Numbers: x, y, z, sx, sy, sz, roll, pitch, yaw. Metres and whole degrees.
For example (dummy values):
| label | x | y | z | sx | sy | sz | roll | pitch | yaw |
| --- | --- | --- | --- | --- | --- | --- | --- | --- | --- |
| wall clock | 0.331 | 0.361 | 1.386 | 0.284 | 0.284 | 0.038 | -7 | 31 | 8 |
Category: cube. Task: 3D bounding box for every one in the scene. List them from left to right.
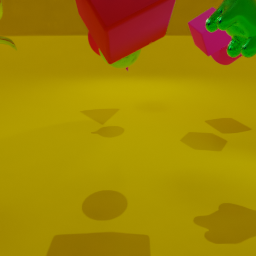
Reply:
| label | x | y | z | sx | sy | sz | roll | pitch | yaw |
| --- | --- | --- | --- | --- | --- | --- | --- | --- | --- |
| cube | -0.093 | -1.856 | 4.229 | 1.104 | 1.104 | 1.104 | -29 | -9 | -6 |
| cube | 2.445 | -2.850 | 8.315 | 0.867 | 0.867 | 0.867 | -31 | 44 | 5 |

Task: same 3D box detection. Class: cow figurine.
| label | x | y | z | sx | sy | sz | roll | pitch | yaw |
| --- | --- | --- | --- | --- | --- | --- | --- | --- | --- |
| cow figurine | 2.379 | -2.009 | 5.100 | 1.558 | 1.533 | 0.855 | 39 | 1 | -21 |

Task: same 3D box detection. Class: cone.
| label | x | y | z | sx | sy | sz | roll | pitch | yaw |
| --- | --- | --- | --- | --- | --- | --- | --- | --- | --- |
| cone | -0.681 | -3.505 | 10.365 | 1.564 | 1.564 | 1.570 | -3 | 7 | -9 |

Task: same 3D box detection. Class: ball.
| label | x | y | z | sx | sy | sz | roll | pitch | yaw |
| --- | --- | --- | --- | --- | --- | --- | --- | --- | --- |
| ball | -0.154 | -1.594 | 5.479 | 0.836 | 0.836 | 0.836 | 0 | 20 | 0 |

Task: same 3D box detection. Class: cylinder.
| label | x | y | z | sx | sy | sz | roll | pitch | yaw |
| --- | --- | --- | --- | --- | --- | --- | --- | --- | --- |
| cylinder | 3.517 | -2.865 | 9.510 | 1.104 | 1.104 | 1.104 | -8 | -11 | -20 |

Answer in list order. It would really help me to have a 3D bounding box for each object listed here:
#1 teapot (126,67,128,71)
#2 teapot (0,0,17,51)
| label | x | y | z | sx | sy | sz | roll | pitch | yaw |
| --- | --- | --- | --- | --- | --- | --- | --- | --- | --- |
| teapot | -0.319 | -2.475 | 8.984 | 0.716 | 1.461 | 0.909 | -42 | 9 | 7 |
| teapot | -2.594 | -2.174 | 4.754 | 0.957 | 1.954 | 1.215 | -33 | 18 | -35 |
